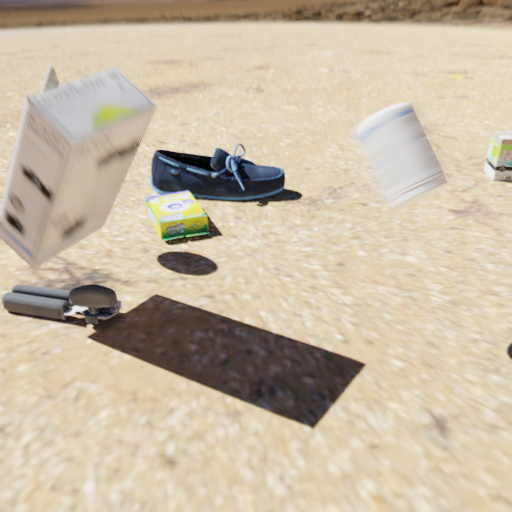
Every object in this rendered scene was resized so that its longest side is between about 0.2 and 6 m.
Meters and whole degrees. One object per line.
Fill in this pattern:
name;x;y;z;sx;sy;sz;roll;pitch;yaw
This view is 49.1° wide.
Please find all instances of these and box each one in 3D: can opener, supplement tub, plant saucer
can opener;-2.962;0.604;8.516;1.918;0.641;0.512;7;29;12
supplement tub;1.920;-1.312;7.413;0.792;1.201;0.792;-22;-6;-2
plant saucer;-3.602;-2.832;9.715;0.234;0.933;0.933;16;21;-25

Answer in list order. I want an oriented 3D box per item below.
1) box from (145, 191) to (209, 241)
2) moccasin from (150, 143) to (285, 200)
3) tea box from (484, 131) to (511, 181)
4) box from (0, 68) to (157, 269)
box;-1.617;-0.814;11.421;0.991;0.408;1.689;-11;32;-18
moccasin;-0.891;-1.918;12.747;3.124;1.065;1.257;0;28;-1
tea box;6.337;-2.450;13.733;1.089;1.072;0.728;1;29;2
box;-2.472;-1.113;7.516;0.778;2.588;1.509;43;43;4
